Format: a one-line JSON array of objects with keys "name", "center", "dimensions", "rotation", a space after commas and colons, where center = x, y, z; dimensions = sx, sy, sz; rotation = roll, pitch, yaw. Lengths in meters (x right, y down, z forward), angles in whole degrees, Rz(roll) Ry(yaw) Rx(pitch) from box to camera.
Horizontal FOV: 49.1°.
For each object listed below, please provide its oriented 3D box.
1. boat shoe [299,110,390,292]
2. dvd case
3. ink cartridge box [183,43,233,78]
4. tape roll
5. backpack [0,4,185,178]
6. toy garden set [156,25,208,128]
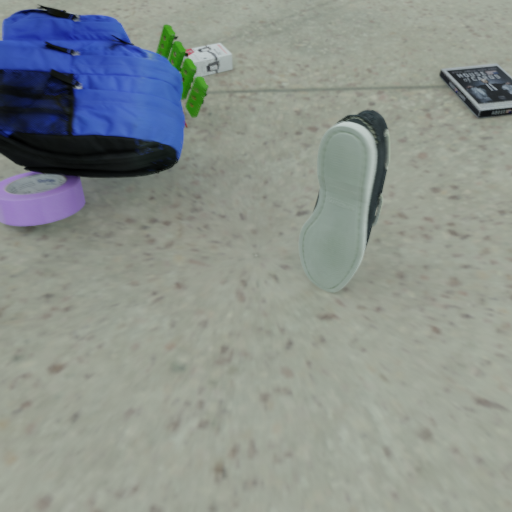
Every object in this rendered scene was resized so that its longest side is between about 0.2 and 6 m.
[{"name": "boat shoe", "center": [1.247, -0.652, 7.576], "dimensions": [1.007, 2.663, 0.803], "rotation": [31, 46, 21]}, {"name": "dvd case", "center": [5.064, -3.638, 12.245], "dimensions": [1.420, 0.234, 1.890], "rotation": [-8, 46, -9]}, {"name": "ink cartridge box", "center": [-1.124, -4.560, 13.039], "dimensions": [0.982, 0.410, 0.714], "rotation": [-19, 48, -18]}, {"name": "tape roll", "center": [-3.555, -0.974, 9.163], "dimensions": [1.395, 0.458, 1.395], "rotation": [-2, 28, 1]}, {"name": "backpack", "center": [-2.472, -2.397, 8.557], "dimensions": [2.779, 2.332, 2.258], "rotation": [5, 1, -4]}, {"name": "toy garden set", "center": [-1.514, -3.474, 11.306], "dimensions": [0.352, 1.472, 1.766], "rotation": [-17, 66, -32]}]
